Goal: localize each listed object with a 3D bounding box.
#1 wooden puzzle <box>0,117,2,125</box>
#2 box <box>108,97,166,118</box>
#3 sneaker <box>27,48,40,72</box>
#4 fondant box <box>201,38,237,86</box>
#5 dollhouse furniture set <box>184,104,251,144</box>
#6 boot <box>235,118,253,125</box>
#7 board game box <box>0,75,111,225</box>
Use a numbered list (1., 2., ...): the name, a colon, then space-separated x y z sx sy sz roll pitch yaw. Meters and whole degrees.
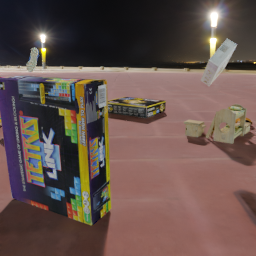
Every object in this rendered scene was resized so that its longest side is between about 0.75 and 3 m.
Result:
1. wooden puzzle: -6.135 -0.264 12.272 1.509 0.304 1.631 2 15 7
2. box: 0.379 -1.154 15.025 2.673 0.660 2.134 9 16 33
3. sneaker: -4.270 -3.073 12.678 0.423 1.103 0.614 13 13 -9
4. fondant box: 2.855 -2.043 8.912 0.391 0.969 1.344 38 -12 15
5. dollhouse furniture set: 3.531 -0.383 10.934 1.911 1.201 2.160 11 18 36
6. boot: 4.859 -0.370 12.403 1.163 0.409 0.833 10 11 12
7. board game box: -1.429 0.330 5.448 2.154 2.605 0.739 7 17 27
